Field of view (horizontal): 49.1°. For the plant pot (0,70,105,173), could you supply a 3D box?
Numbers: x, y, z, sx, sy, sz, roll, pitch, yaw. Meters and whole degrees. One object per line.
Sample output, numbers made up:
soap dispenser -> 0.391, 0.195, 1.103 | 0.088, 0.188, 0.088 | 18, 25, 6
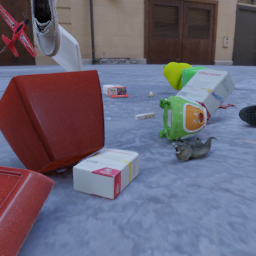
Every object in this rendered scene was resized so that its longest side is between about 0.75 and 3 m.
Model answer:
plant pot -> -1.650, -0.034, 6.462 | 1.994, 1.757, 1.992 | -15, -10, -40

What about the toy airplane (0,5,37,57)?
toy airplane -> -3.315, -2.696, 8.298 | 1.700, 1.700, 0.313 | 8, 32, 26

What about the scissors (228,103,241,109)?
scissors -> 5.278, -1.081, 13.756 | 0.311, 0.059, 0.851 | -2, 21, -34

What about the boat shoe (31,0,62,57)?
boat shoe -> -1.793, -2.324, 6.064 | 0.643, 1.787, 0.612 | 13, 38, -4

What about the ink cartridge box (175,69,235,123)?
ink cartridge box -> 2.894, -1.257, 10.982 | 2.104, 0.871, 1.533 | -47, 32, -11

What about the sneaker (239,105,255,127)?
sneaker -> 5.170, -0.451, 10.653 | 2.238, 0.850, 1.016 | 4, 5, -12

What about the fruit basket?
fruit basket -> 3.014, -2.127, 13.641 | 3.063, 2.210, 3.063 | -4, 13, 1

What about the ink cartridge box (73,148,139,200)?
ink cartridge box -> -0.420, 0.924, 6.034 | 0.943, 0.542, 1.300 | 7, 18, 24

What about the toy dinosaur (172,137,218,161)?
toy dinosaur -> 1.773, 0.573, 7.511 | 1.552, 0.597, 0.794 | 0, 27, -20

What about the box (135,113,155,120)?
box -> 0.707, -0.481, 11.550 | 0.936, 0.194, 0.181 | -10, 19, -33

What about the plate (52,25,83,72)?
plate -> -2.191, -2.727, 9.657 | 0.328, 2.028, 2.024 | -39, 69, -22

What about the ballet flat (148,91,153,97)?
ballet flat -> 1.361, -2.063, 16.873 | 0.292, 0.268, 0.851 | 0, 16, -2

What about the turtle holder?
turtle holder -> 1.690, -0.240, 8.961 | 1.328, 1.420, 1.870 | 0, -25, -3

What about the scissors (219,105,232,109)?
scissors -> 4.911, -1.117, 13.909 | 1.382, 0.096, 0.506 | -16, 23, -42

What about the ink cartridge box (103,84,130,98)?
ink cartridge box -> -0.727, -2.285, 17.125 | 1.158, 0.535, 2.125 | -6, 16, -18

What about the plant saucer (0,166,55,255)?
plant saucer -> -2.600, 1.223, 3.807 | 2.450, 0.450, 2.455 | 6, 32, 6
